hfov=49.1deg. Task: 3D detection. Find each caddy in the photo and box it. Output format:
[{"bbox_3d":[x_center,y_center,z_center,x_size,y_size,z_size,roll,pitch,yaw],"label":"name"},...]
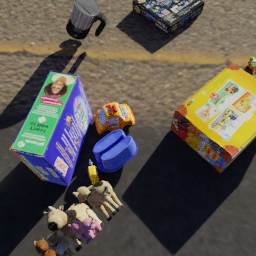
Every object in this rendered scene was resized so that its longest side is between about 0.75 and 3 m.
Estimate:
[{"bbox_3d":[-0.352,0.679,8.011,1.307,0.686,0.924,-37,43,-18],"label":"caddy"}]

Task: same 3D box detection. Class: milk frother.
[{"bbox_3d":[-1.461,-4.108,9.986,1.291,1.345,1.430,1,71,-26],"label":"milk frother"}]

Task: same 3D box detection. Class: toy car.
[{"bbox_3d":[-0.447,0.319,8.090,1.281,0.869,2.611,1,60,1],"label":"toy car"}]

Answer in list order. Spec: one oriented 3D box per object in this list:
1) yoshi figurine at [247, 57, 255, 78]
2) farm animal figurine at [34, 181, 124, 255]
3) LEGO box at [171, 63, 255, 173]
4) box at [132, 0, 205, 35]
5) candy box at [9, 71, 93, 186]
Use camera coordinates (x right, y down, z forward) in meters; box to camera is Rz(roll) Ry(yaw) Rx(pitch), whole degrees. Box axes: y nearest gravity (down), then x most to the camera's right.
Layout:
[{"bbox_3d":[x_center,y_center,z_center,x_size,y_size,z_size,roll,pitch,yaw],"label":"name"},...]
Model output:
[{"bbox_3d":[4.612,-2.108,9.689,0.597,0.599,1.066,-1,56,-19],"label":"yoshi figurine"},{"bbox_3d":[-1.183,2.019,6.213,2.162,2.138,1.127,-43,80,-10],"label":"farm animal figurine"},{"bbox_3d":[2.973,-0.390,8.376,2.726,1.052,2.030,-38,67,-19],"label":"LEGO box"},{"bbox_3d":[1.613,-4.929,11.295,2.096,0.521,2.080,-39,67,-20],"label":"box"},{"bbox_3d":[-1.865,0.067,7.553,0.925,2.030,2.401,9,61,11],"label":"candy box"}]
